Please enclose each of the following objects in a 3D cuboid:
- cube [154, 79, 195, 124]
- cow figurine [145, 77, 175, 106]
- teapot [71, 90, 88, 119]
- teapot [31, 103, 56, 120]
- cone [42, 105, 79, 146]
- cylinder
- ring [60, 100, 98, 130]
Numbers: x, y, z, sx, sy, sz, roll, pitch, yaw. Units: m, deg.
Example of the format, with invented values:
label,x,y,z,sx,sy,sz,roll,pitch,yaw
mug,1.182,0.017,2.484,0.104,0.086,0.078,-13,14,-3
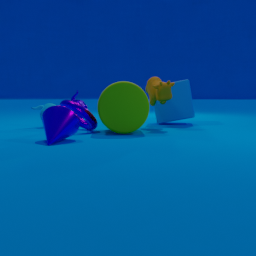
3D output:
label,x,y,z,sx,sy,sz,roll,pitch,yaw
cube,1.583,-0.960,9.928,1.284,1.284,1.284,-10,7,10
cow figurine,0.935,-1.211,8.547,0.676,1.231,1.212,-10,-35,-10
teapot,-1.626,-0.659,9.290,0.577,1.179,0.733,-19,3,15
teapot,-2.499,-0.406,8.883,1.193,0.741,0.584,34,45,3
cone,-1.538,0.103,5.888,0.847,0.847,0.851,1,35,6
cylinder,-0.151,-0.566,7.661,1.320,1.320,1.320,0,5,-4
ring,-1.381,-0.353,7.837,1.212,0.242,1.212,28,-21,12
